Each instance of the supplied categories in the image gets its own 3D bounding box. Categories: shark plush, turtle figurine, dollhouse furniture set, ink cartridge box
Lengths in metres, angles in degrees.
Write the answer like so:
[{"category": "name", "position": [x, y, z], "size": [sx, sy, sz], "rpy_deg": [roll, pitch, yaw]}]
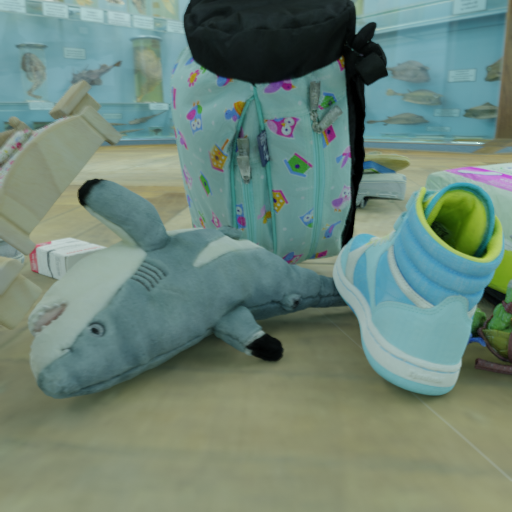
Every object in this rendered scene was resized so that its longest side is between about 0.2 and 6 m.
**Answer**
[{"category": "shark plush", "position": [-0.323, 0.592, 5.260], "size": [3.546, 1.611, 1.477], "rpy_deg": [12, 27, -39]}, {"category": "turtle figurine", "position": [2.465, 0.498, 4.613], "size": [1.342, 0.966, 1.301], "rpy_deg": [-22, 32, -36]}, {"category": "dollhouse furniture set", "position": [-2.305, -0.767, 4.337], "size": [2.802, 1.604, 3.286], "rpy_deg": [5, 58, 51]}, {"category": "ink cartridge box", "position": [-2.510, 0.046, 7.526], "size": [0.903, 0.381, 0.654], "rpy_deg": [12, 19, 38]}]

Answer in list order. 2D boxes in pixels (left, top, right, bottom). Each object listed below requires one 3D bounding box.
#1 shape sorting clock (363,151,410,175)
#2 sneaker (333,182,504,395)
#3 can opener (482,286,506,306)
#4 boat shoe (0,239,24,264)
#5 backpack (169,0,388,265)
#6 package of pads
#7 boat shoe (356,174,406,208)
[{"category": "shape sorting clock", "position": [1.888, -1.997, 13.024], "size": [3.253, 0.638, 3.253], "rpy_deg": [-4, -5, 0]}, {"category": "sneaker", "position": [1.423, -0.051, 4.985], "size": [0.944, 1.550, 2.374], "rpy_deg": [12, 23, -10]}, {"category": "can opener", "position": [2.605, 0.338, 6.314], "size": [0.395, 0.489, 1.245], "rpy_deg": [41, 8, -22]}, {"category": "boat shoe", "position": [-4.070, -0.066, 7.429], "size": [1.815, 0.646, 0.633], "rpy_deg": [-8, 17, -28]}, {"category": "backpack", "position": [0.116, -1.413, 6.965], "size": [2.141, 3.382, 2.822], "rpy_deg": [-12, 35, -10]}, {"category": "package of pads", "position": [3.787, -0.131, 5.816], "size": [2.639, 1.165, 3.416], "rpy_deg": [-10, 27, -33]}, {"category": "boat shoe", "position": [2.316, -1.395, 12.292], "size": [1.924, 0.685, 0.671], "rpy_deg": [-2, -4, 27]}]
